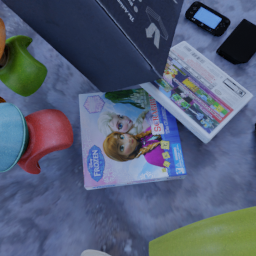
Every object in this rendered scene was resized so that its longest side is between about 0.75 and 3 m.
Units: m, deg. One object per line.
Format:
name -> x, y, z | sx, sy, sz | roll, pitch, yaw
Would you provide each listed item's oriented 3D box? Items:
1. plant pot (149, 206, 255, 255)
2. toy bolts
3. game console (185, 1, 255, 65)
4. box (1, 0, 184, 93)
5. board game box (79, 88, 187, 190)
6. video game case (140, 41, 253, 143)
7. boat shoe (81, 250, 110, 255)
plant pot -> 1.635, 2.824, 5.667 | 2.344, 2.193, 2.193 | -7, 69, 5
toy bolts -> -2.687, -0.332, 4.893 | 2.768, 2.010, 2.898 | -44, 62, 19
game console -> 2.909, -3.078, 8.790 | 2.558, 0.308, 1.509 | 37, 73, 14
box -> -0.405, -2.772, 5.534 | 1.713, 2.868, 2.917 | -7, 55, 40
board game box -> 0.048, 0.198, 7.408 | 2.543, 0.525, 2.549 | -7, 69, -3
video game case -> 1.788, -1.134, 7.652 | 2.660, 0.306, 2.424 | 44, 55, 15
boat shoe -> -0.210, 3.312, 6.177 | 1.961, 0.724, 0.591 | 20, 112, -9
